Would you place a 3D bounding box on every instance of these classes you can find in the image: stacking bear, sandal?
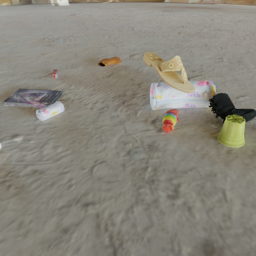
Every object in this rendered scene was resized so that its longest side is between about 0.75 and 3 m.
[{"bbox_3d":[1.685,-0.229,11.375,0.594,0.635,1.045,6,38,17],"label":"stacking bear"},{"bbox_3d":[1.528,-2.318,10.246,0.950,0.852,2.591,-18,51,-35],"label":"sandal"}]

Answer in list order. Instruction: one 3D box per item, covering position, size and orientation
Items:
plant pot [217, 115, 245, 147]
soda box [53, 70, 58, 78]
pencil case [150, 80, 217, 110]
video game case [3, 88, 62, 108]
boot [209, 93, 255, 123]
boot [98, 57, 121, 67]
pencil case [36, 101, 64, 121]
[{"bbox_3d":[3.954,0.050,10.502,1.017,0.935,1.017,1,31,0],"label":"plant pot"},{"bbox_3d":[-4.265,-3.202,16.534,0.244,0.270,0.771,-7,32,-11],"label":"soda box"},{"bbox_3d":[2.458,-1.455,12.715,2.982,1.239,1.352,-2,45,-4],"label":"pencil case"},{"bbox_3d":[-4.620,-1.483,13.754,2.321,0.220,1.658,5,31,7],"label":"video game case"},{"bbox_3d":[4.385,-0.846,11.773,1.771,0.655,1.452,-16,62,-16],"label":"boot"},{"bbox_3d":[-1.195,-4.239,17.999,1.340,0.514,1.040,11,31,22],"label":"boot"},{"bbox_3d":[-3.394,-0.752,12.239,0.551,0.505,1.215,33,42,27],"label":"pencil case"}]
